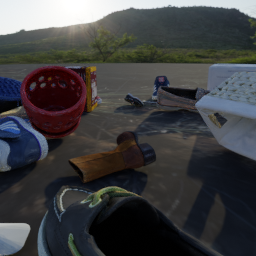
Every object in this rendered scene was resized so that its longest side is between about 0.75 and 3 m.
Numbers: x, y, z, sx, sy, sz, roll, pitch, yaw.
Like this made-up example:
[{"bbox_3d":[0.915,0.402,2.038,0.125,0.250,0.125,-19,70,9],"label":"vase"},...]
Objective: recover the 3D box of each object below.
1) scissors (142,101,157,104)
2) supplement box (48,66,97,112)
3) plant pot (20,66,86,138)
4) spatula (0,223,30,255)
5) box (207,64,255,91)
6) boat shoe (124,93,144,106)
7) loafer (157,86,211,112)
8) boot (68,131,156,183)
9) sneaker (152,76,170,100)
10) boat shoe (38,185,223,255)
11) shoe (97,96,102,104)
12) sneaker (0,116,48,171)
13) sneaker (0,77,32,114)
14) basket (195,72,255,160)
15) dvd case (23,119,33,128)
[{"bbox_3d":[1.514,-0.932,10.902,2.541,0.177,0.930,4,19,7],"label":"scissors"},{"bbox_3d":[-2.012,-1.465,10.326,1.572,1.551,1.044,1,16,4],"label":"supplement box"},{"bbox_3d":[-1.787,-0.541,6.855,1.470,1.339,1.470,6,54,-8],"label":"plant pot"},{"bbox_3d":[-2.417,1.429,2.635,2.525,0.203,1.756,-1,21,0],"label":"spatula"},{"bbox_3d":[4.503,-1.733,11.255,2.398,1.567,2.385,6,17,20],"label":"box"},{"bbox_3d":[0.240,-1.053,11.167,0.325,0.407,1.078,-46,36,-7],"label":"boat shoe"},{"bbox_3d":[2.303,-1.099,10.095,2.557,0.804,0.919,1,37,9],"label":"loafer"},{"bbox_3d":[-0.411,0.556,5.474,1.480,0.507,1.393,-14,28,-21],"label":"boot"},{"bbox_3d":[1.530,-1.878,12.856,0.873,0.984,2.329,1,16,2],"label":"sneaker"},{"bbox_3d":[0.030,0.996,2.237,1.067,0.901,2.992,8,6,-31],"label":"boat shoe"},{"bbox_3d":[-2.083,-1.472,11.445,2.098,0.954,0.750,6,17,19],"label":"shoe"},{"bbox_3d":[-2.656,0.281,5.505,1.920,0.774,1.406,20,20,38],"label":"sneaker"},{"bbox_3d":[-3.685,-0.587,6.811,2.736,1.066,0.959,-8,49,-45],"label":"sneaker"},{"bbox_3d":[2.578,-0.236,5.385,1.259,1.383,2.041,-43,25,-9],"label":"basket"},{"bbox_3d":[-2.872,-0.051,7.956,1.289,0.113,0.920,10,17,32],"label":"dvd case"}]
